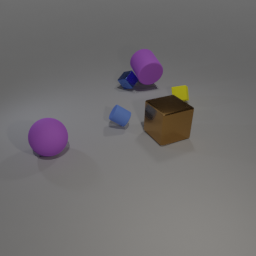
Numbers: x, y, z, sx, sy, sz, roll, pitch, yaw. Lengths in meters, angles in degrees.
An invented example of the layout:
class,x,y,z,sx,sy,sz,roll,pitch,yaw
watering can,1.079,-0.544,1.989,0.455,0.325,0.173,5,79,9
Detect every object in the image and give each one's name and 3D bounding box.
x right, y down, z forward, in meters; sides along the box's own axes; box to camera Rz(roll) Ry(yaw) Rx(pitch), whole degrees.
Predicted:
class,x,y,z,sx,sy,sz,roll,pitch,yaw
ball,-2.882,0.327,10.141,1.400,1.400,1.400,0,31,0
cube,0.006,-2.617,15.272,0.700,0.700,0.700,3,51,50
cylinder,0.979,-3.272,14.989,1.400,1.400,1.400,-10,47,-15
cylinder,-0.336,-0.520,11.759,0.700,0.700,0.700,28,27,-17
cube,1.592,-0.346,11.227,1.400,1.400,1.400,-14,34,-24
cube,2.573,-1.678,13.765,0.700,0.700,0.700,-6,0,20
